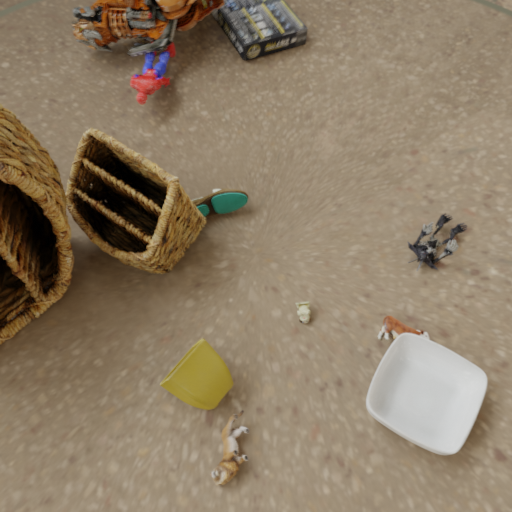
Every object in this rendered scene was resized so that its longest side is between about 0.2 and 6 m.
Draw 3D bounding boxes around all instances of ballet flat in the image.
[{"bbox_3d":[-0.985,-1.098,11.813,1.617,0.548,0.585,-23,39,-5],"label":"ballet flat"}]

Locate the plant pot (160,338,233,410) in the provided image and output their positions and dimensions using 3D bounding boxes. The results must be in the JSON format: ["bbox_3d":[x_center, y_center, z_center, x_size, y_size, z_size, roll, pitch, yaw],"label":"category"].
[{"bbox_3d":[-0.936,2.105,9.530,0.937,0.916,0.910,42,64,0],"label":"plant pot"}]

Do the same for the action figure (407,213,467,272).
[{"bbox_3d":[3.591,-0.302,11.185,0.820,0.704,1.380,41,64,11],"label":"action figure"}]

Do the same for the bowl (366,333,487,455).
[{"bbox_3d":[2.812,2.358,9.480,1.709,0.638,1.706,28,64,15],"label":"bowl"}]

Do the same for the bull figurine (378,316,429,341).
[{"bbox_3d":[2.701,1.470,10.269,0.918,0.299,0.557,31,69,23],"label":"bull figurine"}]

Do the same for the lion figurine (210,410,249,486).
[{"bbox_3d":[-0.424,3.128,9.134,0.401,0.677,1.106,28,41,-18],"label":"lion figurine"}]

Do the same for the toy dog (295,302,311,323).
[{"bbox_3d":[0.890,1.073,10.540,0.272,0.378,0.390,-6,80,-1],"label":"toy dog"}]

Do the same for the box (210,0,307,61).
[{"bbox_3d":[0.027,-6.368,15.094,1.870,0.570,2.321,-22,61,-14],"label":"box"}]

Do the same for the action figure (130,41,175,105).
[{"bbox_3d":[-2.544,-4.466,13.760,0.817,0.646,2.498,8,44,0],"label":"action figure"}]

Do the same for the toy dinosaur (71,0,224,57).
[{"bbox_3d":[-2.246,-6.783,14.221,5.005,2.556,3.397,-9,77,-12],"label":"toy dinosaur"}]

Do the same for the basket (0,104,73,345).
[{"bbox_3d":[-4.577,-0.193,9.171,2.823,3.956,2.947,-10,56,-5],"label":"basket"}]

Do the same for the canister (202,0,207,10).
[{"bbox_3d":[-2.099,-7.124,15.560,1.524,0.660,1.132,-28,62,-18],"label":"canister"}]

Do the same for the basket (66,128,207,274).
[{"bbox_3d":[-2.535,-0.929,10.689,2.490,1.855,1.777,34,80,22],"label":"basket"}]
